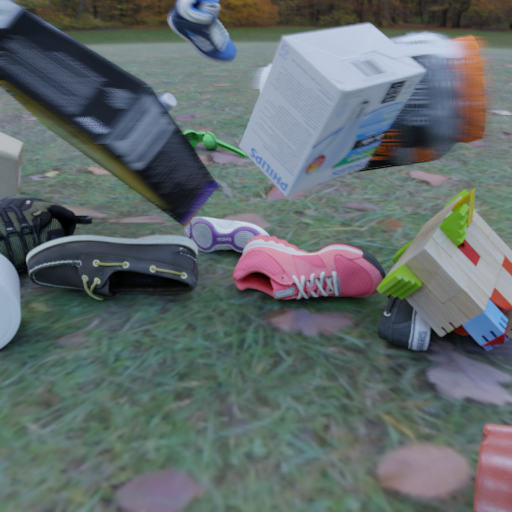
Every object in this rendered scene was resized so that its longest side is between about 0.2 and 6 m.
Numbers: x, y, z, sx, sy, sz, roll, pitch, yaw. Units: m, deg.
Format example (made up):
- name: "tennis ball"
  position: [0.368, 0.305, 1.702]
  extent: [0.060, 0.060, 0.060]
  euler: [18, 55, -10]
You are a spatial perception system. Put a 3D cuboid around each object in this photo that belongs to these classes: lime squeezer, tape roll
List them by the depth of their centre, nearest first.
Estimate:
- name: "tape roll"
  position: [-4.169, 0.662, 8.107]
  extent: [1.409, 1.409, 0.967]
  euler: [-10, 28, -20]
- name: "lime squeezer"
  position: [-1.755, -3.506, 17.389]
  extent: [3.204, 0.604, 1.131]
  euler: [5, 27, 9]

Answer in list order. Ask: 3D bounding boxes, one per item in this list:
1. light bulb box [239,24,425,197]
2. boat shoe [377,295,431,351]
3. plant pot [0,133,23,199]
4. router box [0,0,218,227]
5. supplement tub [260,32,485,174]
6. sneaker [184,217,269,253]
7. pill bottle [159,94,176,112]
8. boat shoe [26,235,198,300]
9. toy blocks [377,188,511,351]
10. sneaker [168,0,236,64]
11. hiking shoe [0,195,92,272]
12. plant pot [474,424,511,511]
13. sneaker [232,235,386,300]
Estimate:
- name: "light bulb box"
  position: [0.616, -1.245, 4.792]
  extent: [1.126, 1.136, 0.709]
  euler: [-25, 65, -36]
- name: "boat shoe"
  position: [2.451, 0.524, 8.996]
  extent: [0.743, 0.901, 2.624]
  euler: [7, 30, 15]
- name: "plant pot"
  position: [-6.461, -2.028, 13.157]
  extent: [1.711, 1.933, 1.930]
  euler: [4, 24, -19]
- name: "router box"
  position: [-2.736, -2.333, 9.032]
  extent: [3.901, 3.067, 1.019]
  euler: [35, 84, 21]
- name: "supplement tub"
  position: [1.633, -2.114, 8.014]
  extent: [2.899, 1.776, 1.776]
  euler: [-8, 24, 16]
- name: "sneaker"
  position: [-0.588, -0.387, 11.279]
  extent: [1.806, 0.676, 0.899]
  euler: [11, 10, 22]
- name: "pill bottle"
  position: [-2.290, -3.671, 13.739]
  extent: [0.633, 0.355, 0.355]
  euler: [-26, 9, 37]
- name: "boat shoe"
  position: [-2.409, 0.252, 9.365]
  extent: [2.874, 1.024, 0.865]
  euler: [-4, 55, -4]
- name: "toy blocks"
  position: [3.200, 0.408, 8.273]
  extent: [2.032, 1.485, 2.972]
  euler: [48, 39, 3]
- name: "sneaker"
  position: [-1.011, -5.184, 12.759]
  extent: [1.857, 0.748, 1.359]
  euler: [27, -14, -27]
- name: "hiking shoe"
  position: [-4.444, -0.312, 10.129]
  extent: [1.766, 1.328, 3.508]
  euler: [3, 26, 13]
- name: "plant pot"
  position: [2.800, 2.234, 5.149]
  extent: [1.415, 1.455, 1.455]
  euler: [4, 26, 27]
- name: "sneaker"
  position: [0.807, 0.419, 9.403]
  extent: [2.651, 0.977, 1.150]
  euler: [7, 38, 27]
